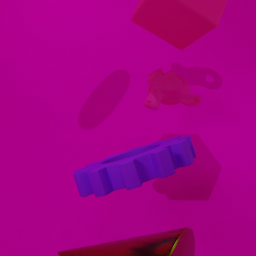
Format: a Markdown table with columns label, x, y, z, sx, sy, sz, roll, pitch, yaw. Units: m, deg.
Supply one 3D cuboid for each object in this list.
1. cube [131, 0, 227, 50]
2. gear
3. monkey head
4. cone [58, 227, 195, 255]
| label | x | y | z | sx | sy | sz | roll | pitch | yaw |
| --- | --- | --- | --- | --- | --- | --- | --- | --- | --- |
| cube | 0.868 | -2.138 | 4.531 | 1.091 | 1.091 | 1.091 | 25 | 79 | -15 |
| gear | 0.076 | 0.435 | 3.389 | 1.440 | 1.440 | 0.266 | -18 | 90 | -10 |
| monkey head | 0.706 | -0.640 | 5.304 | 1.236 | 0.745 | 0.889 | 22 | 79 | 38 |
| cone | -0.217 | 1.731 | 3.283 | 1.585 | 1.579 | 1.579 | 9 | 58 | 27 |
